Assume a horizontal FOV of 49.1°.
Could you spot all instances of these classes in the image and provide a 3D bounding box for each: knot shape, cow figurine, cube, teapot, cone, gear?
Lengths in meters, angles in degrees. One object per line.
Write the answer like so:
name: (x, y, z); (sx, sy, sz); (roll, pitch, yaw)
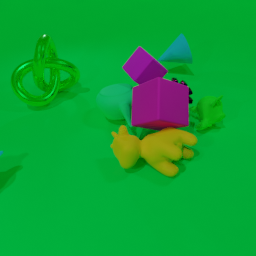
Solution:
knot shape: (-2.424, -1.472, 8.022); (0.922, 1.995, 1.867); (28, 67, 34)
cow figurine: (0.502, 0.381, 5.992); (1.533, 0.855, 1.558); (27, 38, 28)
cube: (0.440, -1.525, 7.287); (0.724, 0.724, 0.724); (25, 22, -46)
teapot: (-0.230, -0.608, 7.347); (1.126, 0.887, 1.811); (-17, 28, -12)
cube: (0.721, -0.493, 6.332); (0.931, 0.931, 0.931); (10, -13, -35)
cone: (1.532, -2.549, 9.771); (1.094, 1.090, 1.090); (-21, 34, 7)
gear: (1.123, -0.751, 7.339); (1.127, 1.127, 0.208); (-4, 33, -6)

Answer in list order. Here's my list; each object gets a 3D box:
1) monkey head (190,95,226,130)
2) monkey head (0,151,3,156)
monkey head: (1.975, -0.397, 7.087); (0.869, 0.728, 1.209); (-30, 3, -25)
monkey head: (-2.911, 0.821, 5.241); (0.841, 0.704, 1.169); (-3, 12, 44)
